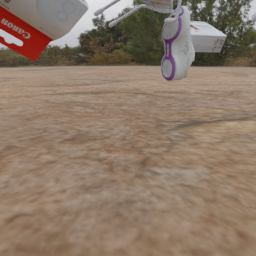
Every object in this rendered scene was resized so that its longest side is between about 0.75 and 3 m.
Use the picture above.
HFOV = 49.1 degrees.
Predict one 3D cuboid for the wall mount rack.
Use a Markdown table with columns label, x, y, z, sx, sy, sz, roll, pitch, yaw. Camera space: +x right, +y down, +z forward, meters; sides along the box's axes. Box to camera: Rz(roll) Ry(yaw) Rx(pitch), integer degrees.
| label | x | y | z | sx | sy | sz | roll | pitch | yaw |
| --- | --- | --- | --- | --- | --- | --- | --- | --- | --- |
| wall mount rack | 0.438 | -3.738 | 8.967 | 2.523 | 1.083 | 2.904 | 13 | 10 | 10 |

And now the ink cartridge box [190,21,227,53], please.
| label | x | y | z | sx | sy | sz | roll | pitch | yaw |
| --- | --- | --- | --- | --- | --- | --- | --- | --- | --- |
| ink cartridge box | 2.620 | -3.577 | 10.879 | 1.722 | 0.722 | 1.512 | -6 | 42 | -24 |

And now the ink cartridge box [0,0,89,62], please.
| label | x | y | z | sx | sy | sz | roll | pitch | yaw |
| --- | --- | --- | --- | --- | --- | --- | --- | --- | --- |
| ink cartridge box | -2.992 | -3.382 | 8.489 | 2.308 | 2.883 | 0.681 | 26 | 32 | -42 |

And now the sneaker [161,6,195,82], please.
| label | x | y | z | sx | sy | sz | roll | pitch | yaw |
| --- | --- | --- | --- | --- | --- | --- | --- | --- | --- |
| sneaker | 1.707 | -2.734 | 9.257 | 1.171 | 2.351 | 0.880 | -10 | 24 | -39 |
